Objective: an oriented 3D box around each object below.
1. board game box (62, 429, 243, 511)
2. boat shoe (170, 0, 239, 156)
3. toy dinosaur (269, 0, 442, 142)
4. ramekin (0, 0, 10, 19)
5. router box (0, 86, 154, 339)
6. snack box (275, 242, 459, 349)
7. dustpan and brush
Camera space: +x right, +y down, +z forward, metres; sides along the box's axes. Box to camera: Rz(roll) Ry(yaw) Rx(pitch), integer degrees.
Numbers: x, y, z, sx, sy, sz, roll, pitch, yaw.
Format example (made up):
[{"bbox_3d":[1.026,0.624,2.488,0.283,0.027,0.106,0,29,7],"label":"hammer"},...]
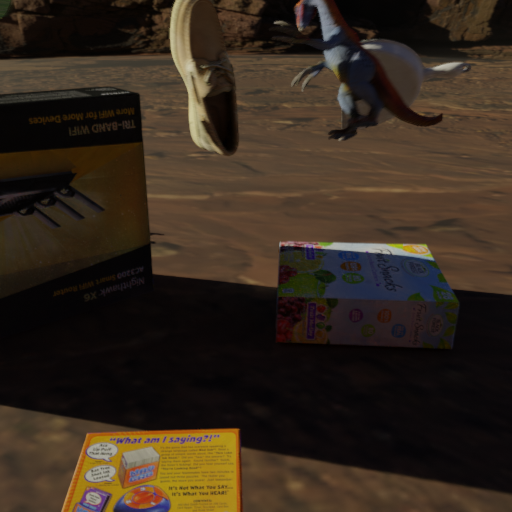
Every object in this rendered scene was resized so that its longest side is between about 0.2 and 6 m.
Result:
[{"bbox_3d":[-0.596,1.840,3.495,1.037,1.037,1.036,-1,24,-2],"label":"board game box"},{"bbox_3d":[-0.553,-2.241,7.056,0.727,2.015,0.655,-26,38,-29],"label":"boat shoe"},{"bbox_3d":[1.148,-2.512,7.233,2.114,1.918,1.110,-1,-5,-7],"label":"toy dinosaur"},{"bbox_3d":[-2.628,-2.450,4.834,1.021,1.021,0.499,10,30,22],"label":"ramekin"},{"bbox_3d":[-2.991,-0.456,6.589,3.449,2.711,0.901,-18,30,-34],"label":"router box"},{"bbox_3d":[1.288,0.426,7.091,2.046,0.693,1.726,2,24,2],"label":"snack box"},{"bbox_3d":[2.570,-3.010,9.570,2.229,1.555,0.638,-2,43,7],"label":"dustpan and brush"}]
